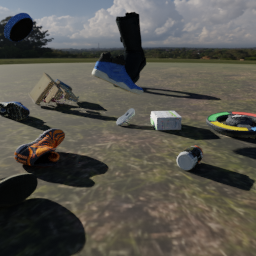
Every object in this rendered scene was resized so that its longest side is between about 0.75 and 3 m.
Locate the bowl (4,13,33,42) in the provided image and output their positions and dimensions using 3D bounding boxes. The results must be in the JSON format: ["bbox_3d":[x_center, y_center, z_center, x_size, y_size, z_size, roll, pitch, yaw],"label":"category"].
[{"bbox_3d":[-3.883,-3.577,10.045,0.228,1.160,1.160,44,26,4],"label":"bowl"}]

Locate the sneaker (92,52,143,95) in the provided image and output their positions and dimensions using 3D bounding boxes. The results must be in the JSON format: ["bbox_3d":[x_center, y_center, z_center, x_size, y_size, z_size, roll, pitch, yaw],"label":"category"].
[{"bbox_3d":[-0.128,-1.468,7.360,1.471,0.819,0.565,23,5,-17],"label":"sneaker"}]

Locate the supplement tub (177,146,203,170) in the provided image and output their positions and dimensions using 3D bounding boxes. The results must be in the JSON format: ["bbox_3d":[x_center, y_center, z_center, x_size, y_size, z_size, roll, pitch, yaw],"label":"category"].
[{"bbox_3d":[1.715,0.795,7.646,0.504,0.504,0.822,12,21,34],"label":"supplement tub"}]

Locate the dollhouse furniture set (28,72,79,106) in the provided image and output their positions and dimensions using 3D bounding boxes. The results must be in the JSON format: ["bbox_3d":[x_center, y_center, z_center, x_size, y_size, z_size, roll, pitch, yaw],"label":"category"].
[{"bbox_3d":[-3.867,-1.602,15.593,2.340,1.527,2.209,27,14,-51],"label":"dollhouse furniture set"}]

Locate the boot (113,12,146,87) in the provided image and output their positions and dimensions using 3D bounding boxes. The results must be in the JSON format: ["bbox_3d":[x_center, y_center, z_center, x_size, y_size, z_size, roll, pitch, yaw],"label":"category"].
[{"bbox_3d":[-0.093,-3.317,11.592,1.112,2.446,2.911,2,36,23],"label":"boot"}]

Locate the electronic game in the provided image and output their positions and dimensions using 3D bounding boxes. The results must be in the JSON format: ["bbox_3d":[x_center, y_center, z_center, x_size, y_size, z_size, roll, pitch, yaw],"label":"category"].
[{"bbox_3d":[4.296,-0.214,10.813,2.480,0.516,2.480,-2,19,1],"label":"electronic game"}]

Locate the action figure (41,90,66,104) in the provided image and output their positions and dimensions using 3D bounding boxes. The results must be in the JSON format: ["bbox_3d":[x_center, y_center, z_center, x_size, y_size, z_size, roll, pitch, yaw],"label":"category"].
[{"bbox_3d":[-4.223,-1.574,15.342,1.258,0.843,0.937,-6,42,-49],"label":"action figure"}]

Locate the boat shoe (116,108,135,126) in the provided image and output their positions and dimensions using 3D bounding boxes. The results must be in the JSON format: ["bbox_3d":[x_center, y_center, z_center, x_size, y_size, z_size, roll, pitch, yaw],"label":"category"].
[{"bbox_3d":[-0.063,-0.352,11.702,0.381,0.440,1.031,20,54,36],"label":"boat shoe"}]

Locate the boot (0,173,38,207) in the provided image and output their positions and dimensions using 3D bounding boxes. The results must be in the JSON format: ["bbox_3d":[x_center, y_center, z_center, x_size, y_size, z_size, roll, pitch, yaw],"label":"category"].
[{"bbox_3d":[-2.974,1.267,5.919,1.309,0.626,1.733,9,19,36],"label":"boot"}]

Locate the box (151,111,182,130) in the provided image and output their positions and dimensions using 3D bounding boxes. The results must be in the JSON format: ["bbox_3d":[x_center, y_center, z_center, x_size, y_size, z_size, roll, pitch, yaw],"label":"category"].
[{"bbox_3d":[1.516,-0.331,11.283,0.993,0.544,1.126,-2,17,-7],"label":"box"}]

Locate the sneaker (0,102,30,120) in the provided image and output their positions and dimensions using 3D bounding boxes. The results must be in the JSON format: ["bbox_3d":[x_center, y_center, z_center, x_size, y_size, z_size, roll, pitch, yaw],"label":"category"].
[{"bbox_3d":[-5.032,-0.890,12.702,2.073,0.814,0.924,13,24,38],"label":"sneaker"}]

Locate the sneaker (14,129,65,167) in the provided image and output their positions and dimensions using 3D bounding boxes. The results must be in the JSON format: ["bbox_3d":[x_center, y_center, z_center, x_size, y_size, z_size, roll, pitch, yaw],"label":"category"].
[{"bbox_3d":[-2.246,0.632,8.115,1.022,0.708,1.825,13,31,26],"label":"sneaker"}]
